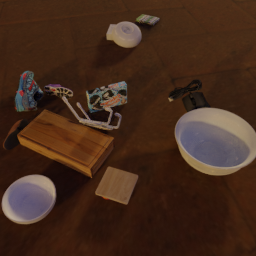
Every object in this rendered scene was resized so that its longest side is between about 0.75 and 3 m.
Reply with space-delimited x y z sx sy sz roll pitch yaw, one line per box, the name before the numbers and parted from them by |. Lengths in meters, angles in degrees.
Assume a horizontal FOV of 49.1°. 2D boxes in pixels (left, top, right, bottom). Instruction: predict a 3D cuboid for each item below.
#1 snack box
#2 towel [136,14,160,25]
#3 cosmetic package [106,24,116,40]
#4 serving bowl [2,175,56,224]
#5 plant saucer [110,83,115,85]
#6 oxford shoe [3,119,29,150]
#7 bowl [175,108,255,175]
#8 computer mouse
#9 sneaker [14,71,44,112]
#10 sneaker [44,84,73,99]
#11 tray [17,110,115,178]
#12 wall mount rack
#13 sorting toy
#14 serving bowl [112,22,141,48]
snack box | -0.784 -1.183 10.728 1.534 0.891 0.285 -17 47 -16
towel | 1.132 -6.213 16.070 1.148 0.176 0.857 22 48 22
cosmetic package | -0.312 -5.018 14.745 1.460 0.377 1.101 6 48 6
serving bowl | -2.731 2.065 7.910 1.465 0.482 1.465 0 46 0
plant saucer | -0.499 -1.568 11.639 0.812 0.111 0.812 0 47 0
oxford shoe | -3.968 0.256 9.754 0.480 0.480 1.346 -10 39 27
bowl | 2.677 0.589 8.871 2.510 1.128 2.510 0 46 0
computer mouse | 2.346 -0.768 9.865 1.246 1.800 0.475 -25 36 27
sneaker | -3.849 -1.421 11.169 0.992 0.823 2.076 5 53 -11
sneaker | -2.784 -1.589 11.407 1.276 0.514 0.532 16 43 15
tray | -2.077 0.426 9.450 2.933 0.543 1.447 21 49 20
wall mount rack | -1.211 -0.438 9.309 1.750 2.014 0.751 12 87 14
sorting toy | -0.314 1.746 8.308 0.984 0.345 0.990 15 48 14
serving bowl | -0.048 -4.822 14.141 1.542 0.507 1.542 3 65 -6
